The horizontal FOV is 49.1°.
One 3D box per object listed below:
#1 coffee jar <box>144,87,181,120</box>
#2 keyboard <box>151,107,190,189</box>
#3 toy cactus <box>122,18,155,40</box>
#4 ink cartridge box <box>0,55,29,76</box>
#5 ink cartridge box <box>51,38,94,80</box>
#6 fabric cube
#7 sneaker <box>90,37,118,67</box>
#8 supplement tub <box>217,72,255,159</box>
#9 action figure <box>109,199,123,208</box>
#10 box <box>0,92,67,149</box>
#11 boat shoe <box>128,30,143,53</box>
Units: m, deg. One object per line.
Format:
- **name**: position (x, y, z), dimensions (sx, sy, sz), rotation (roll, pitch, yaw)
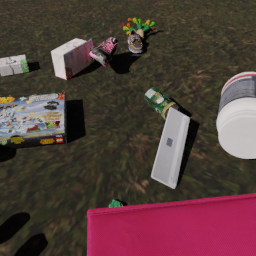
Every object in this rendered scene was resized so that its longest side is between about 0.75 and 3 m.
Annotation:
- **coffee jar**: position (1.131, -0.730, 9.038), dimensions (0.554, 0.677, 1.297), rotation (-40, 57, -6)
- **keyboard**: position (1.211, 0.442, 7.647), dimensions (0.700, 0.133, 2.486), rotation (25, 51, -5)
- **toy cactus**: position (0.570, -4.988, 14.296), dimensions (1.675, 0.856, 1.382), rotation (-1, 59, -6)
- **ink cartridge box**: position (-4.687, -2.563, 11.471), dimensions (1.080, 0.454, 0.788), rotation (-14, 42, -16)
- **ink cartridge box**: position (-2.176, -2.890, 11.371), dimensions (0.632, 1.091, 1.873), rotation (21, 43, 24)
- **fabric cube**: position (0.925, 2.719, 3.428), dimensions (2.645, 2.696, 2.687), rotation (-5, 40, -4)
- **sneaker**: position (-0.846, -3.181, 11.288), dimensions (0.878, 1.060, 2.222), rotation (37, 21, -14)
- **supplement tub**: position (3.425, -0.415, 7.984), dimensions (1.626, 1.626, 2.317), rotation (13, 41, 15)
- **action figure**: position (-0.255, 1.931, 6.276), dimensions (0.525, 0.243, 0.889), rotation (-6, 33, -5)
- **box**: position (-3.401, -0.251, 8.563), dimensions (2.976, 0.593, 2.037), rotation (-5, 41, -8)
- **boat shoe**: position (0.306, -4.096, 13.171), dimensions (0.620, 0.621, 1.716), rotation (-9, 41, -11)
